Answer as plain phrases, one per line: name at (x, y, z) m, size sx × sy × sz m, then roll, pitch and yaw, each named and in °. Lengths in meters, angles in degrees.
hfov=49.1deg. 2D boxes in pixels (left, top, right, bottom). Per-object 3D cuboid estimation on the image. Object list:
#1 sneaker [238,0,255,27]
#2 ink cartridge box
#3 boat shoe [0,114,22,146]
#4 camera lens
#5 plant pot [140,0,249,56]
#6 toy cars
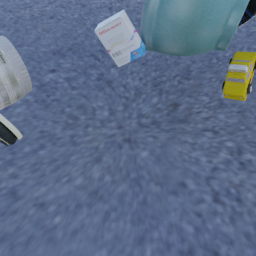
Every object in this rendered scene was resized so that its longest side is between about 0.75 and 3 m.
sneaker at (3.442, -3.451, 7.496) m, size 0.797 × 2.069 × 0.783 m, roll -21°, pitch 75°, yaw -48°
ink cartridge box at (-0.156, -1.954, 6.163) m, size 0.715 × 0.989 × 0.419 m, roll -19°, pitch 38°, yaw 26°
boat shoe at (-2.693, -0.324, 3.807) m, size 0.960 × 2.570 × 0.852 m, roll 11°, pitch 64°, yaw 44°
camera lens at (-2.875, -0.877, 5.300) m, size 1.659 × 1.327 × 1.327 m, roll -32°, pitch 56°, yaw -26°
plant pot at (1.736, -2.930, 6.527) m, size 1.951 × 2.912 × 2.912 m, roll 24°, pitch 52°, yaw 11°
toy cars at (3.167, -1.705, 6.414) m, size 2.604 × 0.577 × 1.168 m, roll -37°, pitch 59°, yaw 18°
